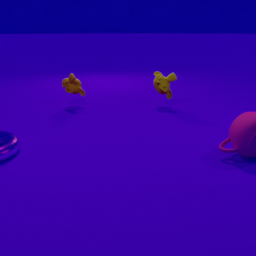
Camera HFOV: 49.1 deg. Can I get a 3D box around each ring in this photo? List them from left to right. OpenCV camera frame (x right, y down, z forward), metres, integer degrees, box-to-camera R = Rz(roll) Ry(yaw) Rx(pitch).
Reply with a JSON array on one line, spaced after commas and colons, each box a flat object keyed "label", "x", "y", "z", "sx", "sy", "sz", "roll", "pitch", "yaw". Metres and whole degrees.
[{"label": "ring", "x": -3.202, "y": 0.434, "z": 6.169, "sx": 1.561, "sy": 0.312, "sz": 1.561, "roll": 0, "pitch": 20, "yaw": 0}]

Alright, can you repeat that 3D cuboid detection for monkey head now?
[{"label": "monkey head", "x": -1.851, "y": -1.539, "z": 9.600, "sx": 0.628, "sy": 0.750, "sz": 1.043, "roll": -15, "pitch": 61, "yaw": -48}, {"label": "monkey head", "x": 1.277, "y": -1.552, "z": 9.571, "sx": 0.792, "sy": 1.101, "sz": 0.663, "roll": -28, "pitch": -6, "yaw": 7}]

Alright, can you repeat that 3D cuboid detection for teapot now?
[{"label": "teapot", "x": 2.641, "y": 0.053, "z": 5.982, "sx": 1.607, "sy": 0.999, "sz": 0.787, "roll": -34, "pitch": 39, "yaw": -6}]
